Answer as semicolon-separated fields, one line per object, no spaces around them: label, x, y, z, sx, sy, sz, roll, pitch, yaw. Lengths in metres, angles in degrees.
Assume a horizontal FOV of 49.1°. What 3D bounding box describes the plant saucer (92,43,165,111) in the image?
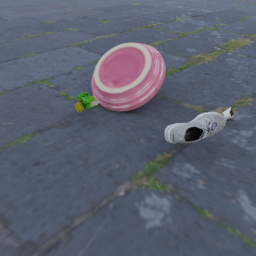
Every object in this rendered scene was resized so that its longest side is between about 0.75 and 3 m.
plant saucer;-0.107;-1.940;9.796;2.783;0.705;2.783;-10;61;18

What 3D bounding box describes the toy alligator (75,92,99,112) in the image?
toy alligator;-1.297;-0.863;8.624;0.577;0.528;1.947;-28;8;-18

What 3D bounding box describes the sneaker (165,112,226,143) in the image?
sneaker;1.904;0.093;7.337;1.827;0.683;0.749;-19;19;-20

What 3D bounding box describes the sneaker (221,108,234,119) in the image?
sneaker;3.206;-0.448;9.108;0.376;0.324;0.889;-23;-5;30
